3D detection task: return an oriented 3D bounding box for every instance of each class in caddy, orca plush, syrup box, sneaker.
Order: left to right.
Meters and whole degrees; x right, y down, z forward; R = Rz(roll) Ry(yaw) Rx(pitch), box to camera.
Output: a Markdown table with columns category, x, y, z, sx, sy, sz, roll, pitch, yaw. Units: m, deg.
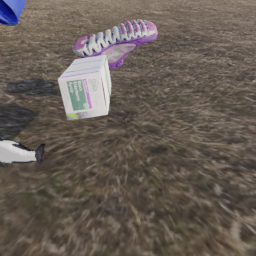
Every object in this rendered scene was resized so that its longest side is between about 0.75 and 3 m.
| category | x | y | z | sx | sy | sz | roll | pitch | yaw |
| --- | --- | --- | --- | --- | --- | --- | --- | --- | --- |
| caddy | -1.858 | -1.798 | 3.858 | 0.608 | 0.860 | 0.451 | 2 | 62 | 36 |
| orca plush | -1.693 | 0.276 | 4.213 | 1.034 | 0.544 | 0.367 | -6 | 24 | 17 |
| syrup box | -0.748 | -0.850 | 5.360 | 0.750 | 0.726 | 1.843 | -8 | 24 | 3 |
| sneaker | -0.269 | -2.081 | 7.326 | 2.191 | 0.969 | 0.881 | -14 | 39 | 11 |
